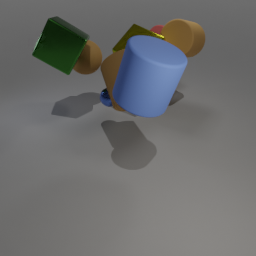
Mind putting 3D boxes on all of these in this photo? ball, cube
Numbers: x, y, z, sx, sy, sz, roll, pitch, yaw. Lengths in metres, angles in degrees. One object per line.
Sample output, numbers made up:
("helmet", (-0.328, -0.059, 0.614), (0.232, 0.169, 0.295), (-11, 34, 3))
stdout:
("ball", (-1.760, -2.914, 11.549), (1.400, 1.400, 1.400), (0, 30, 0))
("ball", (-0.670, -1.113, 10.091), (0.700, 0.700, 0.700), (0, 30, 0))
("cube", (-2.341, -2.962, 10.002), (1.400, 1.400, 1.400), (28, 20, -14))
("cube", (0.462, -2.740, 10.571), (1.400, 1.400, 1.400), (32, 75, 20))

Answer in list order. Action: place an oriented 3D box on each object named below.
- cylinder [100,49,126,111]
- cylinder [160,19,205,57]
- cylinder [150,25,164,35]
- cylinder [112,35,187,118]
("cylinder", (0.030, -1.410, 8.415), (1.400, 1.400, 1.400), (-13, 75, -21))
("cylinder", (2.153, -3.486, 11.011), (1.400, 1.400, 1.400), (18, 22, 28))
("cylinder", (1.790, -4.000, 13.122), (1.400, 1.400, 1.400), (-9, 28, -44))
("cylinder", (0.471, -1.204, 6.551), (1.400, 1.400, 1.400), (13, 38, -10))
